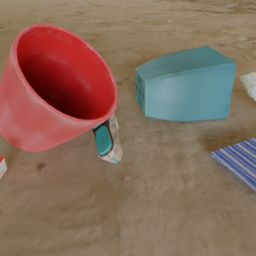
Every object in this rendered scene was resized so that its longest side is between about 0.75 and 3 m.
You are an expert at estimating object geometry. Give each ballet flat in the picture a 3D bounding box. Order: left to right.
[{"bbox_3d":[-0.551,0.069,7.313,0.729,0.721,2.143,-32,43,21],"label":"ballet flat"},{"bbox_3d":[4.170,-0.862,8.215,2.149,0.725,0.670,32,53,-8],"label":"ballet flat"}]

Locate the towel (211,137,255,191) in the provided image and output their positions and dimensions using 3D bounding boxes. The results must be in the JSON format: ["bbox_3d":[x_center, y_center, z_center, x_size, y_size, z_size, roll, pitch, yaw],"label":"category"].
[{"bbox_3d":[3.490,0.778,6.641,2.485,0.296,1.799,-14,32,-21],"label":"towel"}]

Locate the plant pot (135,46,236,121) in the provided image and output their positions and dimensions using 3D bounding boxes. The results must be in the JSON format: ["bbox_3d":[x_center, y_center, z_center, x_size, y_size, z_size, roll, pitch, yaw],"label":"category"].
[{"bbox_3d":[1.575,-1.300,8.659,2.562,1.810,1.811,-8,32,-10],"label":"plant pot"}]

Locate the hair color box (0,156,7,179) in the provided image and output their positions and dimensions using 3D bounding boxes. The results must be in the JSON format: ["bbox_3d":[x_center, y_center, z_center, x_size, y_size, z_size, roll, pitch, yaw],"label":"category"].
[{"bbox_3d":[-2.728,0.876,5.640,0.295,0.922,0.511,28,62,-6],"label":"hair color box"}]

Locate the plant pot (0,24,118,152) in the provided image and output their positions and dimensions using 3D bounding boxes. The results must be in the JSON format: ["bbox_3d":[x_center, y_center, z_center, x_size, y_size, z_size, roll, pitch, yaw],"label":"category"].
[{"bbox_3d":[-1.886,-0.703,6.663,2.567,2.271,2.567,25,47,-30],"label":"plant pot"}]
